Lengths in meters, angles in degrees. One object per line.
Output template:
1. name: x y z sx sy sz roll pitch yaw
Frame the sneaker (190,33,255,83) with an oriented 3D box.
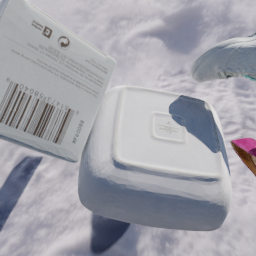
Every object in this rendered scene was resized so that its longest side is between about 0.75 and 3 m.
1. sneaker: 1.939 -1.048 4.628 1.814 0.683 0.803 -20 66 24

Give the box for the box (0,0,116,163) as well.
1. box: -1.659 -0.718 4.781 1.968 1.694 1.978 27 80 -37

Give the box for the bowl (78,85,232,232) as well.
1. bowl: 0.566 0.284 5.019 2.693 1.005 2.689 10 49 -4

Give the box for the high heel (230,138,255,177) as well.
1. high heel: 2.509 0.854 5.527 0.934 0.656 1.947 8 41 15
